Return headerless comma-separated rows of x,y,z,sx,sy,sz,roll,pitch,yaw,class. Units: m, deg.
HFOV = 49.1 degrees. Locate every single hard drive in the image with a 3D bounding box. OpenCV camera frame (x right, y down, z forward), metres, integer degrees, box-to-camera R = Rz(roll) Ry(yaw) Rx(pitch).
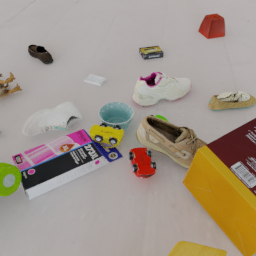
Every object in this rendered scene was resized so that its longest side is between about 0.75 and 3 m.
-1.353,-2.006,11.643,0.798,0.106,0.526,18,45,19,hard drive

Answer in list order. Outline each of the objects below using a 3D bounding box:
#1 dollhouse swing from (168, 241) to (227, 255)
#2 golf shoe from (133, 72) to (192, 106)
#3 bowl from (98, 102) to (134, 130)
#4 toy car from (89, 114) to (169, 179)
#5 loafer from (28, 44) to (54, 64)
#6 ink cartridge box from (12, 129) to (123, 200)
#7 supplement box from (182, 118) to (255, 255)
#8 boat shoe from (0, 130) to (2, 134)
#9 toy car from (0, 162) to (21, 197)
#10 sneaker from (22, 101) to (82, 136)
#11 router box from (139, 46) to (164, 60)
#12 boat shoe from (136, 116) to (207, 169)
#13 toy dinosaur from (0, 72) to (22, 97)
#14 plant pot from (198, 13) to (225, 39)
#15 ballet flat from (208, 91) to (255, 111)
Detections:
0.269,2.781,4.898,1.911,2.174,1.976,26,48,28,dollhouse swing
1.371,-1.601,10.460,2.485,1.137,0.936,-18,45,-21,golf shoe
-0.383,-0.298,9.396,1.178,0.616,1.178,0,43,0,bowl
0.371,0.351,8.711,2.523,0.563,2.374,36,51,28,toy car
-4.054,-3.565,12.958,1.753,0.625,0.640,32,51,30,loafer
-1.739,0.860,8.248,2.938,0.545,1.391,-21,46,-25,ink cartridge box
3.067,1.271,6.747,2.335,1.551,2.303,-24,56,-24,supplement box
-4.536,0.074,9.173,0.882,0.314,0.308,14,83,19,boat shoe
-4.369,1.779,6.475,2.325,2.233,2.830,9,68,33,toy car
-2.443,-0.183,9.271,2.006,0.755,0.887,-31,65,-30,sneaker
1.095,-3.564,13.229,0.976,0.255,0.768,-11,44,-12,router box
1.546,0.441,8.059,2.644,0.853,0.942,21,51,-2,boat shoe
-4.865,-1.403,10.688,1.362,0.774,2.564,-27,37,-2,toy dinosaur
4.479,-5.406,14.745,1.067,0.941,1.068,-13,45,-13,plant pot
3.896,-1.049,10.223,1.935,0.610,0.664,-11,44,-12,ballet flat
